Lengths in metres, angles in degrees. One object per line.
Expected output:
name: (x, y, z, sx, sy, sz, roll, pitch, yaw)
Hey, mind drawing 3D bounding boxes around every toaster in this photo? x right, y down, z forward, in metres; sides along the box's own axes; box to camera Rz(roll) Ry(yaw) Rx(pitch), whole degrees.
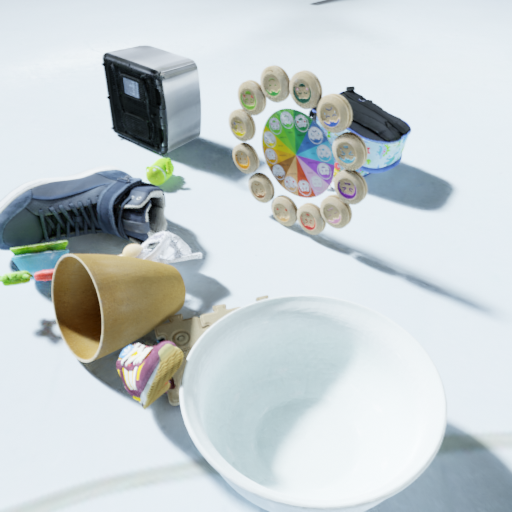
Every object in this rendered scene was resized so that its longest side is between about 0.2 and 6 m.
toaster: (-2.778, -4.278, 15.296, 2.637, 2.384, 1.565, 28, 45, 31)

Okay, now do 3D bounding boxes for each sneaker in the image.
sneaker: (-3.495, -0.781, 11.601, 2.520, 1.326, 3.488, 28, 44, 35)
sneaker: (-1.585, 1.535, 7.810, 0.814, 1.806, 0.677, 43, 53, 10)

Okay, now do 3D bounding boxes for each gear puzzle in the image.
gear puzzle: (0.042, 1.486, 9.388, 3.335, 0.437, 1.727, -11, 46, -13)

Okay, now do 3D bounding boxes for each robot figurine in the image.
robot figurine: (-2.403, -2.103, 14.000, 0.794, 0.524, 0.906, -6, 32, 30)

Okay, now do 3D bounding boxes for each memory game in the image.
memory game: (0.736, -2.044, 11.396, 3.627, 3.627, 0.231, 29, 47, 32)

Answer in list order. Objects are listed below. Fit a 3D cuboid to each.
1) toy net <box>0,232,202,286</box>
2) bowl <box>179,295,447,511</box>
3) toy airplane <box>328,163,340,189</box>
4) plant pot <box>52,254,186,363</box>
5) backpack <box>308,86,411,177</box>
toy net: (-2.878, -0.041, 10.476, 3.642, 0.703, 1.911, -7, 2, -1)
bowl: (0.715, 2.170, 7.582, 3.391, 1.524, 3.391, -1, 37, 1)
toy airplane: (1.879, -1.907, 13.679, 0.595, 0.593, 0.420, -35, 35, -19)
plant pot: (-2.217, 0.703, 9.562, 1.885, 1.757, 1.757, -12, 36, -43)
backpack: (2.606, -2.949, 14.128, 2.255, 1.657, 2.063, 33, 46, 25)
